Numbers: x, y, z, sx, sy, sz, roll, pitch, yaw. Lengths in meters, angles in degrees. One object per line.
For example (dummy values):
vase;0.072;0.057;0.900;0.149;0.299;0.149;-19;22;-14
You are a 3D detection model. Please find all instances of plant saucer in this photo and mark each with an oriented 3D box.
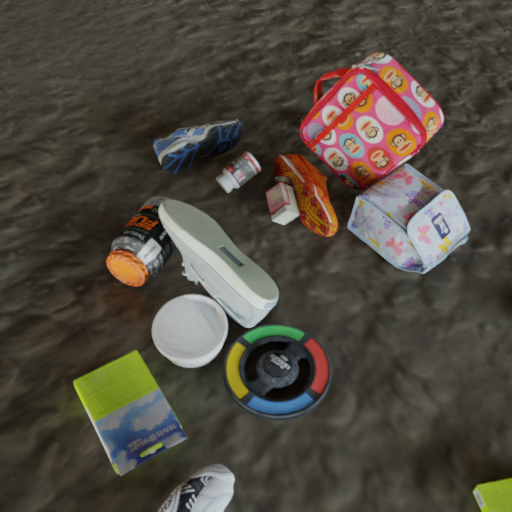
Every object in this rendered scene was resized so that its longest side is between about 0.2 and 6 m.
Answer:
plant saucer;1.581;-3.512;14.682;0.985;0.180;0.985;0;46;0

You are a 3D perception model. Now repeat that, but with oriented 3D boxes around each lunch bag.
lunch bag;3.166;-0.715;11.324;1.668;1.251;1.967;-33;64;-27
lunch bag;2.183;-2.825;11.565;2.404;2.729;1.118;46;61;-4

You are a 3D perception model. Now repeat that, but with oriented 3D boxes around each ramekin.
ramekin;-1.117;1.344;9.691;1.279;0.596;1.279;-1;56;1

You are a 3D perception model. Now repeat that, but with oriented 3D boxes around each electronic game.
electronic game;0.354;1.906;9.406;1.823;0.379;1.823;0;46;0

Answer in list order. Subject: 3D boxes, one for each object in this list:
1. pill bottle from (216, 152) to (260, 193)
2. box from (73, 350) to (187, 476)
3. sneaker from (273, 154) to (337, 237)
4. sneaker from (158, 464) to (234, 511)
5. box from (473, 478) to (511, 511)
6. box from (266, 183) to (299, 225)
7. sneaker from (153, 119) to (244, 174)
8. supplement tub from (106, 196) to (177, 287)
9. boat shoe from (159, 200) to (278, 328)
pill bottle;-0.409;-1.858;12.584;0.930;0.539;0.539;-39;55;-4
box;-1.981;2.480;8.815;1.139;0.445;1.868;-25;52;-22
sneaker;1.252;-1.446;12.251;0.987;0.934;2.559;-6;49;-22
sneaker;-0.788;4.112;6.788;1.722;1.126;2.996;29;46;19
box;3.776;3.518;7.955;1.134;0.270;0.691;-8;47;-8
box;0.556;-1.113;11.982;0.400;0.469;0.734;15;53;-42
sneaker;-1.379;-2.867;13.567;2.372;0.898;0.914;-25;55;-23
supplement tub;-2.118;-0.284;11.012;1.054;1.054;1.721;16;49;15
boat shoe;-0.876;0.157;10.110;2.872;1.023;1.002;44;30;19
